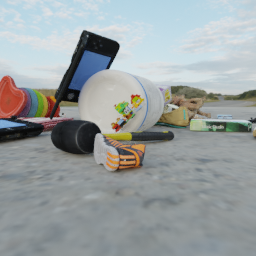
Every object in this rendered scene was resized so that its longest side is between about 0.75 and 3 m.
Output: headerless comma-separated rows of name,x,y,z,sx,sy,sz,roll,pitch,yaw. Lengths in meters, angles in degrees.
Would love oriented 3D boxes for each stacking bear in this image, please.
stacking bear,-4.002,-0.953,11.882,1.672,1.566,2.754,43,16,25

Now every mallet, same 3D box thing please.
mallet,-0.180,0.166,5.651,0.934,0.584,2.836,2,0,41

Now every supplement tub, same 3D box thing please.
supplement tub,-0.056,-0.621,7.451,1.670,1.670,2.532,2,6,17

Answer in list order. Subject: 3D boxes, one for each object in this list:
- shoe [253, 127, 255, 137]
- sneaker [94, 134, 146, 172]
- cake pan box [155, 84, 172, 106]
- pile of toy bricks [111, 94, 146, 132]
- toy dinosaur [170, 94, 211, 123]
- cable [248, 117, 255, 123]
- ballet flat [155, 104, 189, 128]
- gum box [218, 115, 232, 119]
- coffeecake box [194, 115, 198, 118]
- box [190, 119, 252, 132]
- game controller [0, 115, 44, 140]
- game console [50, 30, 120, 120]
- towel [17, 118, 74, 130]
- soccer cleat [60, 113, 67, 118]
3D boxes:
shoe,3.829,-0.135,7.200,0.931,0.711,2.663,4,7,34
sneaker,-0.110,0.361,4.040,0.609,0.421,1.086,2,14,-23
cake pan box,-0.107,-0.962,10.599,2.740,0.717,2.523,11,32,38
pile of toy bricks,-0.096,-0.356,5.866,0.905,0.447,0.502,-46,-3,23
toy dinosaur,2.270,-0.628,11.241,1.734,1.098,2.559,-7,15,27
cable,5.558,-0.326,11.555,1.112,0.282,0.907,5,7,37
ballet flat,1.405,-0.493,10.512,0.880,0.808,2.563,-3,6,-29
gum box,5.134,-0.591,14.881,0.691,0.181,0.814,1,6,15
coffeecake box,2.644,-0.436,12.637,0.803,0.293,0.616,-3,6,-32
box,2.873,-0.094,8.881,1.767,0.321,1.275,0,5,13
game controller,-3.159,0.026,6.458,1.346,0.544,2.581,2,6,22
game console,-0.979,-1.169,6.668,1.690,1.921,1.118,4,37,-44
towel,-3.465,-0.110,9.296,2.773,0.315,1.997,1,7,32
soccer cleat,-3.251,-0.587,13.873,0.292,0.362,0.850,-3,7,-34
